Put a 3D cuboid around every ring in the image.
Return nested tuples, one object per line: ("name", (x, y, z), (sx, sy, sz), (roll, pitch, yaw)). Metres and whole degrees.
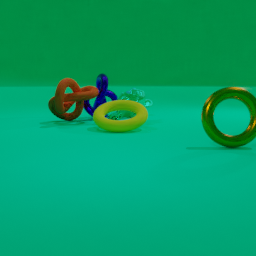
("ring", (2.317, -0.242, 6.240), (1.364, 1.364, 0.273), (0, -3, 1))
("ring", (-0.234, -0.402, 8.729), (1.709, 0.342, 1.709), (-2, 31, 1))

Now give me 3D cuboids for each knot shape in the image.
("knot shape", (-2.044, -1.030, 9.834), (1.918, 0.886, 1.795), (-35, -15, 6))
("knot shape", (-1.139, -1.079, 11.216), (0.883, 1.910, 1.788), (8, 39, 21))

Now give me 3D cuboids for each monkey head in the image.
("monkey head", (0.202, -0.702, 10.210), (1.837, 1.321, 1.107), (-23, -29, -14))

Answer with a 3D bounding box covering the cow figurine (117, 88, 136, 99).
("cow figurine", (0.016, -1.068, 11.874), (1.471, 0.821, 1.495), (-46, -5, -37))
